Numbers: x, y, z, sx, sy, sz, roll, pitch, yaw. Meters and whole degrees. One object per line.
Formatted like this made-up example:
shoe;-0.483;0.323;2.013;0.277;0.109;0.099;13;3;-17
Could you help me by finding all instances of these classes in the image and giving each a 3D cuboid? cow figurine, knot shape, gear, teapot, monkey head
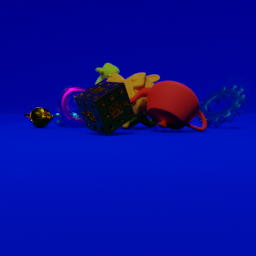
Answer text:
cow figurine;-0.802;-1.462;9.423;0.771;1.405;1.383;30;9;1
knot shape;0.144;-0.536;8.810;1.564;0.772;1.671;20;21;25
gear;2.864;-0.668;8.673;1.566;0.290;1.566;-31;28;19
teapot;-2.629;-0.339;8.410;1.062;0.660;0.520;5;-15;12
monkey head;0.090;-0.957;7.633;1.275;1.772;1.068;30;-7;31
knot shape;-1.099;-0.639;8.866;1.936;1.812;0.895;-31;50;-2
cow figurine;-1.983;-0.333;9.621;0.979;0.546;0.994;-7;1;-2
teapot;0.942;-0.485;6.733;2.079;1.018;1.293;25;-19;4

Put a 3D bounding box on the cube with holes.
cube with holes;-0.487;-0.444;5.897;0.794;0.794;0.794;-36;31;-30
